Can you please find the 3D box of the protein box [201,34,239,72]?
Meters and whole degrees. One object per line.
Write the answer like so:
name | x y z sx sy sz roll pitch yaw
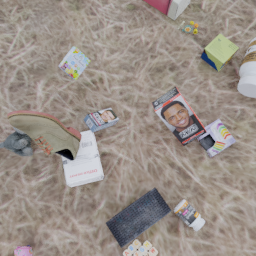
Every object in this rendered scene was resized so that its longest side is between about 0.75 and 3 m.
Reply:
protein box | 4.097 -3.375 12.565 1.095 0.744 1.103 43 77 12

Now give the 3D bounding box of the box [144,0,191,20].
box | 1.833 -6.438 13.314 2.123 1.157 1.358 37 76 11

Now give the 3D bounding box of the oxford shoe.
oxford shoe | -2.702 0.302 9.488 1.051 2.984 1.116 -18 60 34

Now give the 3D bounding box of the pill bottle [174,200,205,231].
pill bottle | 2.308 3.283 10.523 1.099 0.639 0.639 43 77 12

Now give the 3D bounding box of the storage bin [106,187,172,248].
storage bin | 0.368 3.197 10.118 2.145 1.450 1.006 -34 76 -10

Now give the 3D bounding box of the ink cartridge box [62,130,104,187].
ink cartridge box | -1.830 1.226 11.069 1.403 0.817 1.926 -13 70 -4

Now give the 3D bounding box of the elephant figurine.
elephant figurine | -4.116 0.191 11.373 1.245 1.365 1.760 -13 53 41

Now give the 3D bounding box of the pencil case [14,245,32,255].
pencil case | -3.768 5.003 10.010 0.638 0.638 1.460 -6 72 -2

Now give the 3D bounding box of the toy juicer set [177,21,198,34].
toy juicer set | 2.819 -4.701 13.063 0.956 0.608 0.260 10 64 3

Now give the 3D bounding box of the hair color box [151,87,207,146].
hair color box | 1.980 -0.382 10.694 1.132 2.230 0.683 -34 35 15

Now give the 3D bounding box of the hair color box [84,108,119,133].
hair color box | -1.065 -0.340 11.405 1.344 0.407 0.665 -21 69 -47

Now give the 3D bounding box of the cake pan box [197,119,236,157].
cake pan box | 3.572 0.426 11.591 1.285 0.336 1.184 -29 73 -9

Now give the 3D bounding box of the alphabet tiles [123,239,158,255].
alphabet tiles | 0.483 4.817 10.322 1.260 0.092 1.232 -43 77 -12

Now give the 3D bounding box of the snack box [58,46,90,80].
snack box | -2.072 -2.503 10.857 0.334 0.832 0.987 30 84 48

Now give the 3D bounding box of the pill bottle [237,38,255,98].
pill bottle | 5.586 -2.596 11.993 1.380 1.380 2.414 23 74 7
